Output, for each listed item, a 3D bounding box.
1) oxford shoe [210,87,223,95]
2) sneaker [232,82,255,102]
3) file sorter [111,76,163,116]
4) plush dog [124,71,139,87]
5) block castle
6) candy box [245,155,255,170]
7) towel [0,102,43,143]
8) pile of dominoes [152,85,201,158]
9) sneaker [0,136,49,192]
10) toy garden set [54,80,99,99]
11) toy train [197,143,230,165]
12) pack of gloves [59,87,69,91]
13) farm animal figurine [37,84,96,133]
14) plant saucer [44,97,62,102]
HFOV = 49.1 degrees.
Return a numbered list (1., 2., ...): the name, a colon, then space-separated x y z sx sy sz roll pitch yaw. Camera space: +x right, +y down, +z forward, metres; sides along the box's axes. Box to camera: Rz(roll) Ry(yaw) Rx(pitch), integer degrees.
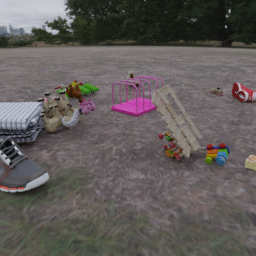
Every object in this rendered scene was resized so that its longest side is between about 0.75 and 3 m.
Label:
1. oxford shoe: 5.358 -2.289 16.874 0.403 0.428 1.144 -8 22 -19
2. sneaker: 6.699 -1.945 15.813 1.160 0.787 2.008 7 33 -4
3. file sorter: 0.519 -1.705 13.910 1.630 1.471 2.345 16 26 36
4. plush dog: 0.282 -3.128 18.573 0.910 1.134 0.974 -40 20 -8
5. block castle: 1.363 0.576 9.023 0.482 0.687 1.028 -31 23 -7
6. candy box: 4.017 1.104 8.298 0.922 0.255 0.532 15 24 35
7. towel: -4.411 -0.159 10.443 2.231 1.153 2.694 -1 19 -6
8. pile of dominoes: 1.481 -0.215 9.031 0.367 2.307 1.798 -33 -2 34
9. sneaker: -3.370 0.851 7.693 2.831 1.159 1.091 13 25 30
10. toy garden set: -3.191 -2.200 16.515 1.901 0.455 2.280 28 35 36
11. toy train: 2.550 0.871 8.789 1.133 0.479 0.655 -7 32 35
12. pack of gloves: -3.356 -2.508 17.546 1.579 0.371 1.879 -11 24 -24
13. farm animal figurine: -2.487 -0.601 11.504 2.200 1.370 2.724 -21 32 -11
14. plant saucer: -3.825 -1.261 14.268 1.548 0.392 1.548 0 22 0
